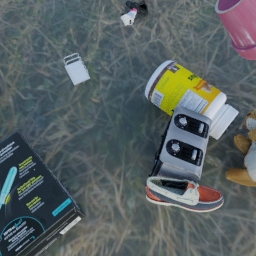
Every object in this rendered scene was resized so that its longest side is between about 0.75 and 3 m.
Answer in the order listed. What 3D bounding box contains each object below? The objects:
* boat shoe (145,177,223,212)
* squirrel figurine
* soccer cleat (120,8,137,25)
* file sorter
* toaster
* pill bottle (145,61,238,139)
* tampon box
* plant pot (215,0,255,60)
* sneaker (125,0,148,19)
[{"bbox_3d":[1.423,1.607,7.058,1.973,0.617,0.702,5,34,8],"label":"boat shoe"},{"bbox_3d":[4.499,0.613,8.670,2.489,1.761,2.323,21,55,-6],"label":"squirrel figurine"},{"bbox_3d":[0.057,-3.829,9.704,0.376,0.464,1.075,-11,25,31],"label":"soccer cleat"},{"bbox_3d":[-1.914,-2.209,10.361,0.645,0.579,0.929,-25,67,-12],"label":"file sorter"},{"bbox_3d":[1.489,0.754,8.269,1.271,2.141,1.936,20,59,6],"label":"toaster"},{"bbox_3d":[2.068,-0.884,9.191,2.826,1.544,1.544,37,70,15],"label":"pill bottle"},{"bbox_3d":[-2.911,1.933,7.763,2.061,1.736,2.751,-38,70,-16],"label":"tampon box"},{"bbox_3d":[3.320,-3.046,7.488,1.654,1.848,1.848,30,63,-26],"label":"plant pot"},{"bbox_3d":[0.382,-5.120,11.676,0.457,0.685,1.196,-39,69,-19],"label":"sneaker"}]
